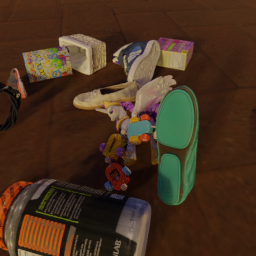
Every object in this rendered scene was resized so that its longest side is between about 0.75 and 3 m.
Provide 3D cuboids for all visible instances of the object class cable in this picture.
[{"bbox_3d":[-3.996,-0.623,8.657,0.401,1.287,1.577,8,75,37],"label":"cable"}]

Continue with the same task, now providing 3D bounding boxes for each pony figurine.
[{"bbox_3d":[0.450,-0.190,8.104,2.341,2.019,2.425,-19,57,-9],"label":"pony figurine"}]

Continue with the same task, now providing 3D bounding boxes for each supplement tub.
[{"bbox_3d":[-1.024,1.930,5.332,2.716,1.664,1.664,10,40,13],"label":"supplement tub"}]

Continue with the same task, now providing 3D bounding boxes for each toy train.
[{"bbox_3d":[0.108,0.648,7.285,2.064,0.574,1.550,-44,50,1],"label":"toy train"}]

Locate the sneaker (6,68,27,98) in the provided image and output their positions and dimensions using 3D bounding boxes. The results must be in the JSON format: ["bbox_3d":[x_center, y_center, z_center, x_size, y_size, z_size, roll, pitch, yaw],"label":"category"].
[{"bbox_3d":[-4.395,-1.685,10.638,0.740,0.696,1.807,-21,42,-15],"label":"sneaker"}]

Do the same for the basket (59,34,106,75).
[{"bbox_3d":[-1.925,-3.265,12.128,1.840,1.247,1.135,28,44,30],"label":"basket"}]

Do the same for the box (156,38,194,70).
[{"bbox_3d":[1.984,-3.372,12.615,1.603,0.775,1.410,15,41,17],"label":"box"}]

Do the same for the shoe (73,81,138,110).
[{"bbox_3d":[-0.781,-1.222,10.055,2.393,0.639,0.837,-10,40,-13],"label":"shoe"}]

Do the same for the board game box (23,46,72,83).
[{"bbox_3d":[-3.286,-2.635,11.517,1.747,0.916,0.900,-15,47,-14],"label":"board game box"}]

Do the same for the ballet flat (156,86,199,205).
[{"bbox_3d":[1.069,0.338,5.890,0.880,2.614,0.920,13,23,29],"label":"ballet flat"}]

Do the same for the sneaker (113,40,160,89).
[{"bbox_3d":[0.072,-2.582,11.664,1.960,1.078,2.677,1,51,37],"label":"sneaker"}]

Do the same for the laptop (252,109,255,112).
[{"bbox_3d":[5.224,-0.314,9.383,1.336,0.778,1.507,-17,67,-19],"label":"laptop"}]
